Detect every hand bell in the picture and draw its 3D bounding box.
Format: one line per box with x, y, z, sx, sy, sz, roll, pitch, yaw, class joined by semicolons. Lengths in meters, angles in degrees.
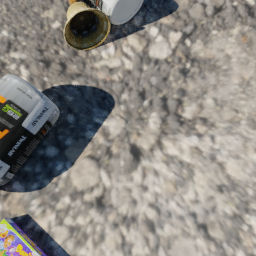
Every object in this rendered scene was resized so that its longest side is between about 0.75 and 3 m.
-1.594;-3.679;8.304;1.340;1.340;2.573;-22;62;-7;hand bell

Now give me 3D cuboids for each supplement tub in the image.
-3.024;0.193;6.635;1.631;1.631;2.662;31;75;9;supplement tub
-0.670;-4.245;8.209;1.350;1.350;2.203;-38;76;-11;supplement tub

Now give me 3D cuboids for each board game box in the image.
-2.603;3.075;6.358;1.700;0.380;1.143;39;76;11;board game box
